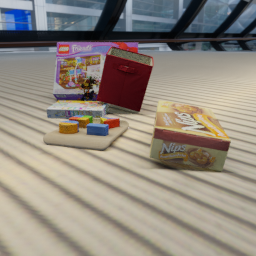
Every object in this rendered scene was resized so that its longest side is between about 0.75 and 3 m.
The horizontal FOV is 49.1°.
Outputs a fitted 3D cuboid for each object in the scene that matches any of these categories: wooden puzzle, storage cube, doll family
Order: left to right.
[{"bbox_3d":[-1.314,-1.160,8.942,0.395,1.007,0.582,10,11,29],"label":"doll family"},{"bbox_3d":[-0.892,-0.011,6.423,1.506,0.376,1.626,5,19,15],"label":"wooden puzzle"},{"bbox_3d":[-0.068,-1.538,8.622,1.387,1.458,1.622,14,24,-3],"label":"storage cube"}]

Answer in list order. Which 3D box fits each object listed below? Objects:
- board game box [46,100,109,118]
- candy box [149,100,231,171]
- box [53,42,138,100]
[{"bbox_3d":[-1.430,-0.547,8.219,1.582,0.271,1.063,2,19,5],"label":"board game box"},{"bbox_3d":[1.161,0.031,5.697,1.280,0.613,2.218,10,19,5],"label":"candy box"},{"bbox_3d":[-1.101,-2.051,10.086,2.972,2.033,0.581,1,-14,1],"label":"box"}]
